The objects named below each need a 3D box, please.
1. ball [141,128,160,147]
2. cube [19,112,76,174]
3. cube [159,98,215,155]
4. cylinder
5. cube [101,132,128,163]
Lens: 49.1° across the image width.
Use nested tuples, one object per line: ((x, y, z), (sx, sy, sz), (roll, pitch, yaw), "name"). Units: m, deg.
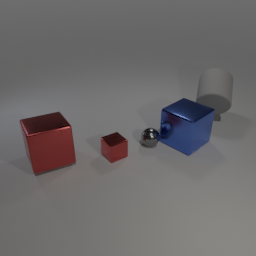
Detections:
((0.825, 0.337, 10.334), (0.700, 0.700, 0.700), (0, 31, 0), "ball")
((-2.684, 0.438, 9.374), (1.400, 1.400, 1.400), (-14, 28, -24), "cube")
((2.156, -0.092, 10.372), (1.400, 1.400, 1.400), (27, 40, 37), "cube")
((3.625, -1.515, 11.703), (1.400, 1.400, 1.400), (8, 59, 13), "cylinder")
((-0.477, 0.667, 9.793), (0.700, 0.700, 0.700), (-19, 36, -29), "cube")
